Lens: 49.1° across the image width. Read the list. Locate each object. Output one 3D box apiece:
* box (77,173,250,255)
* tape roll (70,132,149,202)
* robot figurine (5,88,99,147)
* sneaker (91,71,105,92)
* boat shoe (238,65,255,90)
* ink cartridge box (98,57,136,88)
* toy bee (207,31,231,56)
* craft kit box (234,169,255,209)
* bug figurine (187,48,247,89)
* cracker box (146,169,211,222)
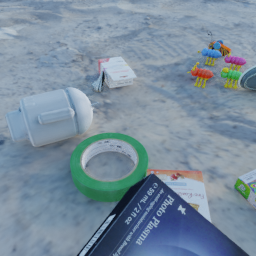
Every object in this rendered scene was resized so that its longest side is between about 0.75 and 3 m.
[{"bbox_3d":[0.403,2.285,4.203,2.210,1.373,2.228,40,66,3],"label":"box"},{"bbox_3d":[-0.479,0.958,7.355,2.022,0.486,2.022,1,42,0],"label":"tape roll"},{"bbox_3d":[-2.114,-0.337,8.088,2.534,1.431,2.149,-16,11,-18],"label":"robot figurine"},{"bbox_3d":[-1.124,-1.732,10.309,0.456,0.299,0.792,7,84,14],"label":"sneaker"},{"bbox_3d":[5.298,-1.730,10.053,2.665,0.970,0.823,-5,37,-14],"label":"boat shoe"},{"bbox_3d":[-0.424,-2.062,10.689,0.986,0.571,1.693,-12,42,-18],"label":"ink cartridge box"},{"bbox_3d":[3.937,-3.641,12.545,0.869,0.721,1.327,-17,68,-30],"label":"toy bee"},{"bbox_3d":[4.069,1.654,6.593,2.142,0.520,2.116,-19,47,-20],"label":"craft kit box"},{"bbox_3d":[3.573,-2.478,11.101,2.065,0.685,2.663,16,43,17],"label":"bug figurine"},{"bbox_3d":[1.075,1.867,6.244,1.350,0.581,2.016,2,42,2],"label":"cracker box"}]
